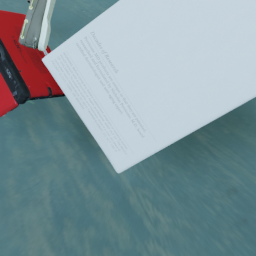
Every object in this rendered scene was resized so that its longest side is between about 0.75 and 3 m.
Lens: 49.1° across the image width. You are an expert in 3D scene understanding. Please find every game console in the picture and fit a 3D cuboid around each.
[{"bbox_3d":[-1.877,-0.876,4.207,1.377,0.949,1.598,-17,73,-53],"label":"game console"}]

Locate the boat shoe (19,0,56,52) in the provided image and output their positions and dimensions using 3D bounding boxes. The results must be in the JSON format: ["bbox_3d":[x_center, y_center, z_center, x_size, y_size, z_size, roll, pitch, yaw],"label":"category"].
[{"bbox_3d":[-1.015,-1.416,3.226,0.304,1.016,0.363,11,1,-10],"label":"boat shoe"}]

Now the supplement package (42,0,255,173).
[{"bbox_3d":[0.707,-0.978,3.664,2.776,1.662,1.683,-31,7,16],"label":"supplement package"}]
